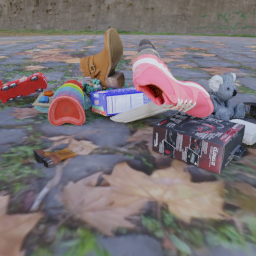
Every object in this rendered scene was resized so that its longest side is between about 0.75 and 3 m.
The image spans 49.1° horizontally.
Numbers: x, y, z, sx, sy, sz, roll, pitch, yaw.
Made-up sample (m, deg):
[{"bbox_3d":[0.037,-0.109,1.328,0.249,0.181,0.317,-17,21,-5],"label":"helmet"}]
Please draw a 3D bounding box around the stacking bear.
[{"bbox_3d":[-2.323,-1.210,11.236,1.360,1.273,2.239,-1,32,-2],"label":"stacking bear"}]

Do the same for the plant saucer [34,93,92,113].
[{"bbox_3d":[-2.952,-1.282,13.006,2.707,0.371,2.707,-1,23,0],"label":"plant saucer"}]

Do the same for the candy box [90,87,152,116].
[{"bbox_3d":[-0.150,-1.149,11.566,2.370,0.913,2.004,-8,13,-21],"label":"candy box"}]

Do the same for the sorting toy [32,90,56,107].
[{"bbox_3d":[-2.916,-1.292,12.162,2.054,0.275,1.530,4,30,2],"label":"sorting toy"}]

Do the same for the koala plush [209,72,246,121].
[{"bbox_3d":[3.722,-1.296,11.195,1.594,1.798,1.652,-16,28,-32],"label":"koala plush"}]

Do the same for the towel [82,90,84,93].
[{"bbox_3d":[-2.075,-2.153,15.289,1.215,0.180,1.656,20,32,39],"label":"towel"}]

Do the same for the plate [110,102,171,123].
[{"bbox_3d":[0.943,-0.699,10.559,2.511,0.406,2.505,-16,-1,-33],"label":"plate"}]

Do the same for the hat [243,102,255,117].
[{"bbox_3d":[5.283,-0.658,11.163,1.464,0.590,1.464,7,11,-1],"label":"hat"}]

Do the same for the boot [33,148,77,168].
[{"bbox_3d":[-2.194,0.735,8.333,0.945,0.344,1.004,19,29,37],"label":"boot"}]

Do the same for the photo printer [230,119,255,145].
[{"bbox_3d":[3.923,0.086,9.703,1.050,0.438,1.262,-19,30,-36],"label":"photo printer"}]

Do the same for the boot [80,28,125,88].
[{"bbox_3d":[-1.164,-2.930,11.852,1.985,2.556,0.980,15,44,31],"label":"boot"}]

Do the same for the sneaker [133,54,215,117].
[{"bbox_3d":[1.261,-0.871,8.056,2.851,1.051,1.237,28,47,-17],"label":"sneaker"}]

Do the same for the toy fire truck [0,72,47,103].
[{"bbox_3d":[-5.219,-1.967,13.191,2.939,0.716,2.073,-20,28,-3],"label":"toy fire truck"}]

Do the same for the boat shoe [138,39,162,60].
[{"bbox_3d":[1.029,-2.564,11.356,1.036,1.019,2.780,-8,-22,9],"label":"boat shoe"}]

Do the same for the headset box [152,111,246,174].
[{"bbox_3d":[2.244,0.338,8.491,2.456,0.921,1.826,17,28,33],"label":"headset box"}]

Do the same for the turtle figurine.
[{"bbox_3d":[-1.299,-1.994,12.994,2.797,1.408,2.094,12,34,-21],"label":"turtle figurine"}]
